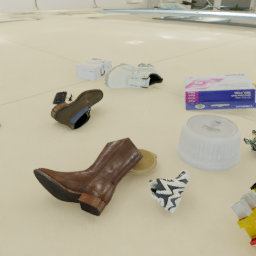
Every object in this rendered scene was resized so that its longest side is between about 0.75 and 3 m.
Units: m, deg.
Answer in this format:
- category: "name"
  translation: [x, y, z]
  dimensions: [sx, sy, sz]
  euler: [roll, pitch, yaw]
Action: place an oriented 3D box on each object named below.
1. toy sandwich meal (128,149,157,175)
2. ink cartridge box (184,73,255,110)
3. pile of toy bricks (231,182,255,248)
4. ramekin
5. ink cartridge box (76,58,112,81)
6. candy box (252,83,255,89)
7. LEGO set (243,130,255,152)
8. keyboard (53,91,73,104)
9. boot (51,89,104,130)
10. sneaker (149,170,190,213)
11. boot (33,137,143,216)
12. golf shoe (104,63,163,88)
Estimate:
- category: "toy sandwich meal"
  translation: [0.297, 0.936, 7.456]
  dimensions: [1.059, 0.363, 1.059]
  euler: [0, 37, 0]
- category: "ink cartridge box"
  translation: [3.682, -1.556, 11.500]
  dimensions: [2.676, 0.590, 2.726]
  euler: [-1, 27, 11]
- category: "pile of toy bricks"
  translation: [3.536, 1.507, 5.595]
  dimensions: [2.972, 1.649, 1.467]
  euler: [-15, 70, -45]
- category: "ramekin"
  translation: [2.301, 0.324, 7.930]
  dimensions: [1.775, 0.932, 1.775]
  euler: [0, 28, 0]
- category: "ink cartridge box"
  translation: [-1.725, -3.026, 14.358]
  dimensions: [1.151, 0.667, 1.589]
  euler: [15, 32, 25]
- category: "candy box"
  translation: [5.554, -1.778, 12.472]
  dimensions: [1.020, 0.282, 0.589]
  euler: [16, 33, 28]
- category: "LEGO set"
  translation: [3.988, 0.568, 8.144]
  dimensions: [1.147, 0.501, 1.766]
  euler: [22, 22, 31]
- category: "keyboard"
  translation: [-2.699, -1.294, 11.761]
  dimensions: [0.785, 0.127, 1.236]
  euler: [-2, 29, -5]
- category: "boot"
  translation: [-1.510, -0.642, 10.029]
  dimensions: [2.248, 0.840, 1.090]
  euler: [-33, 53, -33]
- category: "sneaker"
  translation: [0.894, 1.265, 6.379]
  dimensions: [0.787, 0.483, 1.209]
  euler: [29, 49, 8]
- category: "boot"
  translation: [-0.884, 0.856, 6.808]
  dimensions: [1.983, 0.683, 2.128]
  euler: [25, 49, 15]
- category: "golf shoe"
  translation: [0.343, -2.272, 12.657]
  dimensions: [2.792, 1.093, 1.358]
  euler: [-18, 39, -27]
